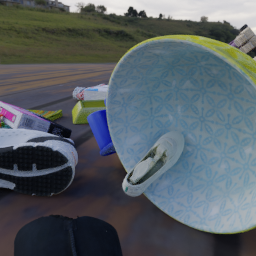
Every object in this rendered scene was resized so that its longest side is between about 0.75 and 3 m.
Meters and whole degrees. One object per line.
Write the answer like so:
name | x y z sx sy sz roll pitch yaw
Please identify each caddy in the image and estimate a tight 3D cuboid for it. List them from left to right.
caddy | 0.274 -0.112 5.550 2.140 1.123 1.513 -20 -11 -42

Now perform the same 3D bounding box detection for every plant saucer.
plant saucer | -0.940 -0.638 9.680 1.951 0.467 1.948 -3 16 -12

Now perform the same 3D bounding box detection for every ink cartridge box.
ink cartridge box | -2.608 -0.201 7.225 1.257 0.492 2.655 22 -4 -40
ink cartridge box | -0.763 -1.377 11.832 1.240 0.714 2.141 7 17 24

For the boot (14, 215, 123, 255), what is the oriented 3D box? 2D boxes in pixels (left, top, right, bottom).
boot | -0.806 1.371 2.029 1.934 0.739 1.625 1 18 -21

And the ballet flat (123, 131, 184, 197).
ballet flat | 0.401 0.461 4.023 1.253 0.435 0.435 -45 33 -16

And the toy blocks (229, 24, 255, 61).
toy blocks | 2.150 -0.178 5.301 2.132 2.533 2.367 -39 5 30

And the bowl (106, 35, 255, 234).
bowl | 1.005 -0.049 3.676 2.457 2.457 1.322 15 32 43

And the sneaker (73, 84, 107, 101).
sneaker | -1.689 -1.670 12.902 1.099 0.685 2.051 9 21 20

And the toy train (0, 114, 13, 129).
toy train | -3.987 0.108 6.442 2.869 0.798 2.155 -15 22 -40

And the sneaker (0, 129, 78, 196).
sneaker | -2.268 0.493 4.867 2.916 1.075 1.166 9 14 1

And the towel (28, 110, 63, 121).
towel | -3.675 -0.462 9.489 2.687 0.243 1.156 4 15 14
